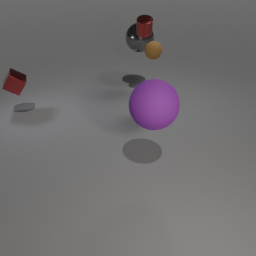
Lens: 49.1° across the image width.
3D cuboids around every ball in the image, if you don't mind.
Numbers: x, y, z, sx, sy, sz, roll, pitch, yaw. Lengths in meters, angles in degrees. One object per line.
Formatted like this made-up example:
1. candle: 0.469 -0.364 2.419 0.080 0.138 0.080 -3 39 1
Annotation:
1. ball: 1.001 -3.045 10.992 0.700 0.700 0.700 0 30 0
2. ball: 0.718 -0.638 7.705 1.400 1.400 1.400 0 30 0
3. ball: 0.579 -4.443 13.748 1.400 1.400 1.400 0 30 0

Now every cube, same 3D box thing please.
1. cube: -4.651 -1.892 11.507 0.700 0.700 0.700 23 27 -32

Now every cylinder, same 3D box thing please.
1. cylinder: 0.717 -4.390 12.090 0.700 0.700 0.700 -1 53 1
